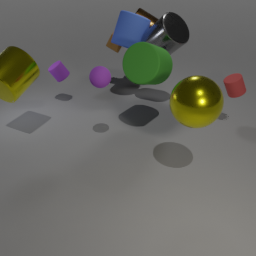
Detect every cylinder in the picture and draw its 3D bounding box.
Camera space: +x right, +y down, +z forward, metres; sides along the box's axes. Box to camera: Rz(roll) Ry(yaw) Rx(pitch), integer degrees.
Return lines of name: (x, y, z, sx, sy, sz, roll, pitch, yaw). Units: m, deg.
cylinder: (0.807, -4.816, 13.574, 1.400, 1.400, 1.400, 30, 31, -5)
cylinder: (4.154, -1.649, 10.884, 0.700, 0.700, 0.700, -23, 28, 13)
cylinder: (0.123, -4.209, 12.274, 1.400, 1.400, 1.400, 18, 15, -5)
cylinder: (-4.018, -1.829, 9.617, 1.400, 1.400, 1.400, 15, 57, 24)
cylinder: (1.532, -3.720, 11.446, 1.400, 1.400, 1.400, -25, -1, -36)
cylinder: (-3.125, -2.564, 12.690, 0.700, 0.700, 0.700, -26, 34, 19)
cylinder: (0.720, -2.252, 9.965, 1.400, 1.400, 1.400, 15, 14, 24)

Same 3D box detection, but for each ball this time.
ball: (1.806, -0.688, 7.435, 1.400, 1.400, 1.400, 0, 30, 0)
ball: (-0.896, -1.637, 9.014, 0.700, 0.700, 0.700, 0, 30, 0)

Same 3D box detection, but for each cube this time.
cube: (-0.575, -4.298, 13.909, 0.700, 0.700, 0.700, 29, 37, -8)
